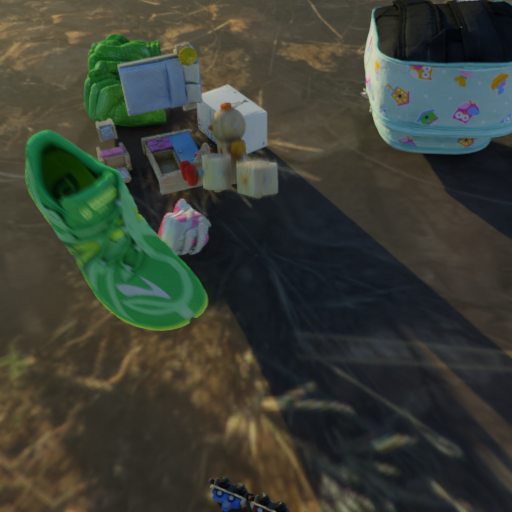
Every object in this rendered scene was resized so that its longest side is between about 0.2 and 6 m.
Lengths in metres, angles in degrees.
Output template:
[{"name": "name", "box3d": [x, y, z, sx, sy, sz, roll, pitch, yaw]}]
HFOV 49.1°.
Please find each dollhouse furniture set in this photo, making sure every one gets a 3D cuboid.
[{"name": "dollhouse furniture set", "box3d": [-1.901, -2.477, 10.215, 2.163, 2.292, 1.495, -16, 46, -15]}]

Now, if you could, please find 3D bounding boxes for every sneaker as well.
[{"name": "sneaker", "box3d": [-1.958, -0.295, 7.201, 3.230, 1.350, 1.196, 45, 73, 8]}, {"name": "sneaker", "box3d": [-1.133, -0.346, 8.911, 0.723, 0.666, 1.638, 25, 32, -2]}]

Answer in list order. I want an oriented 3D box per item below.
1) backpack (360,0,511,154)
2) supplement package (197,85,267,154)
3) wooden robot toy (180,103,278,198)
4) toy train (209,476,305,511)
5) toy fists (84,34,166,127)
[{"name": "backpack", "box3d": [3.636, -3.476, 10.939, 3.082, 2.688, 3.506, 5, 33, 7]}, {"name": "supplement package", "box3d": [-0.514, -2.791, 11.592, 0.842, 0.845, 1.440, -27, 50, -25]}, {"name": "wooden robot toy", "box3d": [-0.564, -1.798, 9.042, 1.239, 1.276, 2.812, -7, 20, -17]}, {"name": "toy train", "box3d": [0.112, 2.846, 6.210, 1.461, 0.249, 0.335, 17, 59, 16]}, {"name": "toy fists", "box3d": [-2.989, -4.026, 12.659, 1.732, 1.169, 3.398, -7, 46, -6]}]
